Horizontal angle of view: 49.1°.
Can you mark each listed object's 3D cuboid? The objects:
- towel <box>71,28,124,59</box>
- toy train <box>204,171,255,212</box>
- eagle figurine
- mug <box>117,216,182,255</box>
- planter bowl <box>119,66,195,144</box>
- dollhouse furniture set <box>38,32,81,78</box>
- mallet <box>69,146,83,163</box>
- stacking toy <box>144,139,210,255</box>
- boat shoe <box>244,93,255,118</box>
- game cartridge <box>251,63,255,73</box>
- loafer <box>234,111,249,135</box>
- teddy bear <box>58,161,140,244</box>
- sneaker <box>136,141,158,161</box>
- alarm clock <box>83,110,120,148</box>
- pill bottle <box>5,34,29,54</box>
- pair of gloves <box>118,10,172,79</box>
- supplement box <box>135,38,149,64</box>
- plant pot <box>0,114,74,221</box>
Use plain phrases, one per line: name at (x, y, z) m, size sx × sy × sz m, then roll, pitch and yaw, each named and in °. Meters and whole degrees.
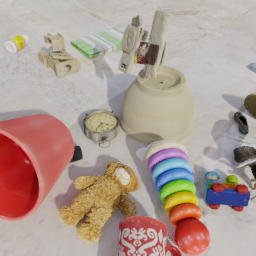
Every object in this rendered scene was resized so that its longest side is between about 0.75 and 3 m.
towel at (-1.252, -4.446, 14.693) m, size 2.896 × 0.444 × 2.160 m, roll -25°, pitch 44°, yaw -24°
toy train at (2.848, 1.591, 7.285) m, size 1.687 × 0.714 × 0.976 m, roll 3°, pitch 27°, yaw 4°
eagle figurine at (3.703, 0.801, 7.855) m, size 1.367 × 1.359 × 1.801 m, roll 0°, pitch 50°, yaw 16°
mug at (0.400, 2.756, 5.560) m, size 1.431 × 1.076 × 1.612 m, roll 4°, pitch 43°, yaw 7°
planter bowl at (1.023, -0.969, 9.351) m, size 2.620 × 1.763 × 2.620 m, roll 1°, pitch 41°, yaw -1°
dollhouse furniture set at (-3.162, -3.599, 12.482) m, size 1.153 × 1.834 × 2.074 m, roll -24°, pitch 47°, yaw -27°
mallet at (-2.201, 0.362, 8.915) m, size 0.754 × 0.471 × 2.289 m, roll -17°, pitch 39°, yaw -27°
stacking toy at (1.273, 1.667, 6.912) m, size 1.213 × 1.213 × 2.843 m, roll -7°, pitch 47°, yaw -8°
boat shoe at (5.332, -0.539, 9.651) m, size 2.558 × 0.914 × 0.841 m, roll 28°, pitch 40°, yaw 25°
game cartridge at (6.229, -2.581, 12.524) m, size 0.855 × 0.263 × 1.285 m, roll -28°, pitch 47°, yaw -34°
loafer at (3.953, -0.252, 9.645) m, size 0.411 × 0.360 × 1.145 m, roll 3°, pitch 40°, yaw 3°
teddy bear at (-0.612, 1.706, 7.002) m, size 2.358 × 0.787 × 1.709 m, roll -25°, pitch 48°, yaw -27°
sneaker at (0.717, 0.727, 8.568) m, size 0.938 × 0.353 × 0.415 m, roll -25°, pitch 60°, yaw -20°
alarm clock at (-0.835, 0.071, 9.096) m, size 1.177 × 0.581 × 1.745 m, roll -6°, pitch 38°, yaw -8°
pill bottle at (-5.598, -4.327, 14.265) m, size 0.651 × 0.651 × 1.249 m, roll 15°, pitch 43°, yaw 17°
pair of gloves at (0.513, -2.562, 8.696) m, size 0.402 × 1.950 × 2.293 m, roll 1°, pitch 14°, yaw -33°
supplement box at (0.902, -3.561, 13.070) m, size 1.028 × 1.014 × 0.682 m, roll 10°, pitch 41°, yaw 12°
plant pot at (-2.502, 0.714, 6.867) m, size 2.312 × 2.312 × 2.046 m, roll 13°, pitch 23°, yaw 15°
